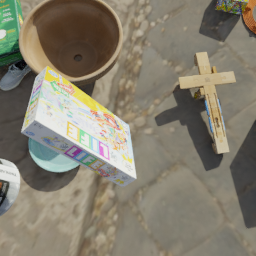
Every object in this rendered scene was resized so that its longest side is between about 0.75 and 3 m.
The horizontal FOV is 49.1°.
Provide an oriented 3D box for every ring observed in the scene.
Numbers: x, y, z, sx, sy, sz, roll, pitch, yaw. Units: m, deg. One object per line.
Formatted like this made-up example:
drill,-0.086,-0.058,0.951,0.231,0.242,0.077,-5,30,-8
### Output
ring,4.739,-3.748,9.213,1.880,0.180,1.880,0,73,1

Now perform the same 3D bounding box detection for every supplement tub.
supplement tub,-2.846,0.875,4.658,1.100,1.795,1.100,-13,63,26

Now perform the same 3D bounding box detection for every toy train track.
toy train track,2.368,-0.725,8.194,1.720,0.488,3.000,-7,79,-10

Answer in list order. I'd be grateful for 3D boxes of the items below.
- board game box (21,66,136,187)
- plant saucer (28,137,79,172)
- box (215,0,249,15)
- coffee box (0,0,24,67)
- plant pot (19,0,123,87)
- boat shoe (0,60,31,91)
board game box,-0.629,0.008,4.192,0.304,1.778,1.196,-36,38,25
plant saucer,-1.875,0.383,7.892,1.757,0.316,1.757,0,74,-1
box,3.464,-4.352,9.166,0.910,0.576,0.945,16,74,8
coffee box,-3.950,-3.005,8.589,1.515,0.542,2.464,-18,67,1
plant pot,-1.551,-2.340,8.200,2.831,1.307,2.831,0,73,1
boat shoe,-3.346,-1.757,8.433,0.505,0.515,1.446,39,77,11
